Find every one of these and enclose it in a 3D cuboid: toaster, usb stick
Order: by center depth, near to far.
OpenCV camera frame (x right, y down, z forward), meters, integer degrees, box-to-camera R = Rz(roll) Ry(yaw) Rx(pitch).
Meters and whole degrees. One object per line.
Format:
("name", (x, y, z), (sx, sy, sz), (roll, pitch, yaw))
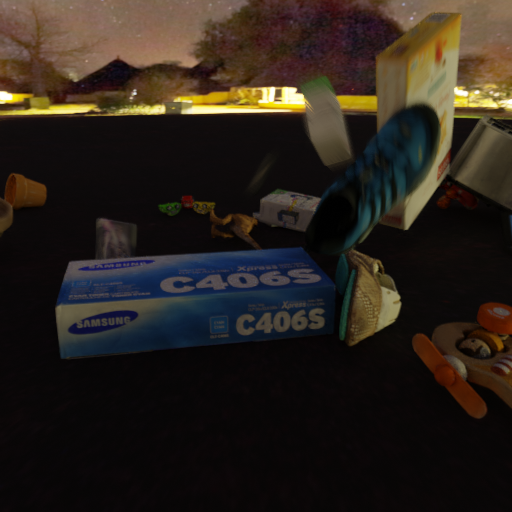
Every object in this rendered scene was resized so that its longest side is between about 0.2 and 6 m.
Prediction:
("usb stick", (0.133, -1.790, 12.197), (0.262, 0.947, 0.154), (29, 6, -6))
("toaster", (5.627, -1.915, 12.507), (2.365, 1.552, 2.616), (32, 29, 16))

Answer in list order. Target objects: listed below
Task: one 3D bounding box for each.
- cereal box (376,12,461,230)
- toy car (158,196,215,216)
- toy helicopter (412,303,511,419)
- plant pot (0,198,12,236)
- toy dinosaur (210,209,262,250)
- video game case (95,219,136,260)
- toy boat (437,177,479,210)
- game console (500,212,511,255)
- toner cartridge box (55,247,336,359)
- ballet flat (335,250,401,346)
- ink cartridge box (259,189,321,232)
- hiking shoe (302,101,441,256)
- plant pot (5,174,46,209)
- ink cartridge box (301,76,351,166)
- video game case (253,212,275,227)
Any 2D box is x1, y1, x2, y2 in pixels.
("cereal box", (3.059, -2.497, 10.552), (0.662, 3.348, 2.408), (17, 46, 32))
("toy car", (-1.762, -1.148, 13.319), (1.212, 0.287, 1.287), (-14, 22, -36))
("toy helicopter", (2.329, 1.192, 5.433), (1.226, 0.731, 1.854), (-2, 26, -14))
("plant pot", (-5.376, -0.457, 9.882), (1.981, 0.914, 1.981), (9, 23, -4))
("toy dinosaur", (-0.331, -0.571, 10.953), (1.140, 0.649, 2.147), (2, 18, 2))
("video game case", (-2.249, -0.128, 8.895), (0.113, 0.850, 1.190), (-1, 8, -40))
("toy boat", (4.777, -1.517, 13.753), (1.265, 0.827, 0.825), (46, 5, 19))
("game console", (5.202, -0.380, 10.297), (1.147, 0.668, 1.009), (0, 18, 1))
("toner cartridge box", (-0.783, 0.531, 7.355), (3.322, 0.717, 1.578), (-4, 18, -12))
("ballet flat", (1.495, 0.493, 7.401), (0.795, 0.858, 2.434), (11, 21, 4))
("ink cartridge box", (0.820, -0.975, 12.080), (1.251, 0.547, 0.909), (17, 28, 23))
("hiking shoe", (1.896, -1.122, 9.087), (1.120, 3.010, 1.305), (39, 23, 16))
("plant pot", (-5.661, -1.544, 13.828), (0.782, 0.854, 0.854), (6, 10, -41))
("ink cartridge box", (1.288, -2.463, 10.318), (0.540, 1.284, 0.937), (-16, -26, 18))
("video game case", (0.527, -0.865, 12.721), (0.904, 0.109, 0.992), (-8, 20, -23))
